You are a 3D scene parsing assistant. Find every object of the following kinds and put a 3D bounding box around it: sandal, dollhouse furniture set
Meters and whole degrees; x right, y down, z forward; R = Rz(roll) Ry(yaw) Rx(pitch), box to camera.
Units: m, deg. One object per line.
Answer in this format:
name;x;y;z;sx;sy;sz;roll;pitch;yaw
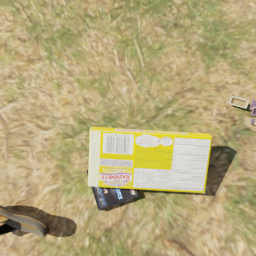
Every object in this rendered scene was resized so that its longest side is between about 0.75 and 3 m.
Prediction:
sandal;-3.090;2.342;6.828;2.350;0.960;0.641;16;52;4
dollhouse furniture set;3.265;-0.540;7.823;0.860;0.610;0.681;17;93;15

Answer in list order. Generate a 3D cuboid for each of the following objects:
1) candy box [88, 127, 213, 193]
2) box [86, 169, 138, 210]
candy box;0.524;0.807;7.054;2.995;0.396;1.531;4;107;-1
box;-0.422;1.485;7.512;1.113;0.279;1.121;-18;76;-4
